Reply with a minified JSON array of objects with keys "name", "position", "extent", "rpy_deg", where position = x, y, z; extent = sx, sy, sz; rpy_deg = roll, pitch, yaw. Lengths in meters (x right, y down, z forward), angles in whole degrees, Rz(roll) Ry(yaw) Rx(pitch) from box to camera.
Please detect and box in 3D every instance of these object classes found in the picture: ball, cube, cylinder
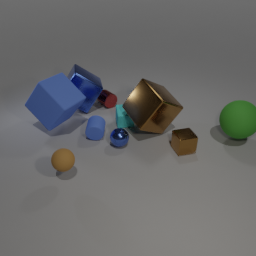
[{"name":"ball","position":[-1.942,0.957,8.382],"extent":[0.700,0.700,0.700],"rpy_deg":[0,31,0]},{"name":"cube","position":[2.016,0.491,10.076],"extent":[0.700,0.700,0.700],"rpy_deg":[-8,32,-14]},{"name":"cylinder","position":[-1.246,-0.007,10.775],"extent":[0.700,0.700,0.700],"rpy_deg":[1,41,2]},{"name":"cylinder","position":[-0.974,-1.381,13.215],"extent":[0.700,0.700,0.700],"rpy_deg":[-21,37,-31]},{"name":"cube","position":[-2.785,-1.026,10.794],"extent":[1.400,1.400,1.400],"rpy_deg":[46,36,-1]},{"name":"ball","position":[-0.309,0.340,10.261],"extent":[0.700,0.700,0.700],"rpy_deg":[0,31,0]},{"name":"cube","position":[-0.123,-0.500,11.586],"extent":[0.700,0.700,0.700],"rpy_deg":[-5,47,-8]},{"name":"cube","position":[-2.124,-1.795,12.676],"extent":[1.400,1.400,1.400],"rpy_deg":[27,20,-23]},{"name":"ball","position":[4.052,-0.308,10.174],"extent":[1.400,1.400,1.400],"rpy_deg":[0,31,0]},{"name":"cube","position":[0.926,-0.797,10.653],"extent":[1.400,1.400,1.400],"rpy_deg":[9,36,-47]}]
